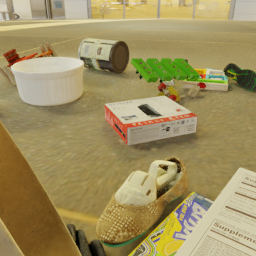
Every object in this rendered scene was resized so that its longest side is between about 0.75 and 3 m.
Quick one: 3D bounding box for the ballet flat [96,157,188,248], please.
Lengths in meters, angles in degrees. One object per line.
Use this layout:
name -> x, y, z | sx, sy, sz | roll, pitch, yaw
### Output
ballet flat -> 0.273, 0.887, 4.082 | 0.763, 0.706, 2.163 | 7, 13, 29

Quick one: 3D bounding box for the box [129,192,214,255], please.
box -> 0.631, 1.493, 3.462 | 0.588, 0.539, 1.678 | 20, 31, 36

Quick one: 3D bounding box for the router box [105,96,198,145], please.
router box -> 0.526, -0.269, 7.285 | 1.883, 0.460, 1.690 | -10, 27, -21

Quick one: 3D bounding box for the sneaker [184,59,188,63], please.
sneaker -> 2.396, -2.810, 12.617 | 0.491, 0.528, 1.223 | 9, 27, 22

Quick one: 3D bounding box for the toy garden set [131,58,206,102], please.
toy garden set -> 1.538, -1.620, 9.669 | 2.483, 0.495, 2.070 | -10, 51, -35

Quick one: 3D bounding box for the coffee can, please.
coffee can -> -1.082, -3.269, 12.573 | 1.886, 1.380, 1.380 | 16, 30, 30

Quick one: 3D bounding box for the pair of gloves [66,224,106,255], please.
pair of gloves -> -1.287, 1.911, 2.875 | 2.382, 0.294, 2.122 | -6, 26, -14

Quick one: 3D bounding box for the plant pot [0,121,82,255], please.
plant pot -> -1.479, 0.941, 2.084 | 1.690, 2.518, 2.518 | -32, 35, -16

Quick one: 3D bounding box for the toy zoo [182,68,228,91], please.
toy zoo -> 3.135, -2.021, 11.255 | 1.628, 0.254, 2.482 | 6, 26, 14

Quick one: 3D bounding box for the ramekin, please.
ramekin -> -2.578, -1.584, 9.307 | 2.291, 1.117, 2.291 | 0, 25, 0

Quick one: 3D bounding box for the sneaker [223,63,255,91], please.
sneaker -> 4.409, -1.888, 10.489 | 0.747, 0.684, 1.754 | 16, 27, -33

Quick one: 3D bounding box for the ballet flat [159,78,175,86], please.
ballet flat -> 1.468, -1.843, 10.826 | 0.373, 0.373, 1.073 | -7, 30, -14

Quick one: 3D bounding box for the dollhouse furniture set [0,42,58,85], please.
dollhouse furniture set -> -4.145, -2.662, 11.015 | 2.040, 1.051, 2.018 | -42, 28, -29

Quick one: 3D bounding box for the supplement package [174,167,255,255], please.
supplement package -> 1.070, 1.629, 1.897 | 1.587, 1.599, 2.107 | 18, 31, 33
